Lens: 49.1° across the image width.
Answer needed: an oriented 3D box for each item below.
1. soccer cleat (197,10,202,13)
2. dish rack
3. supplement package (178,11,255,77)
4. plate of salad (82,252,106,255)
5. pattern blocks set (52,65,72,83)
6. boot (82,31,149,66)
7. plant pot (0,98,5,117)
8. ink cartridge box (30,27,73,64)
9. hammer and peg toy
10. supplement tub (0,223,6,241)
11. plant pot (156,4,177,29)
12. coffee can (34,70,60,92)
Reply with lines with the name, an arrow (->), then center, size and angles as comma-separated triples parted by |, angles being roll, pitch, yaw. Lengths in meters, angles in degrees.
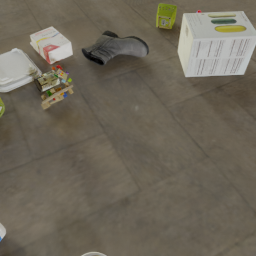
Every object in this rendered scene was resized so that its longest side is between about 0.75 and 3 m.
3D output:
soccer cleat -> 4.274, -5.416, 14.634 | 0.713, 0.765, 2.090 | -29, 56, -22
dish rack -> -5.248, -2.736, 12.575 | 2.041, 0.518, 2.378 | -29, 57, -23
supplement package -> 3.804, -3.701, 12.374 | 2.676, 2.016, 2.031 | -3, 50, -2
plate of salad -> -0.919, 3.826, 7.192 | 1.252, 0.301, 1.252 | 0, 51, 0
pattern blocks set -> -2.865, -2.315, 12.122 | 0.967, 0.089, 1.100 | 39, 23, -10
boot -> -0.605, -3.477, 13.018 | 2.856, 0.997, 1.880 | 21, 55, 30
plant pot -> -5.645, -1.091, 10.521 | 1.906, 1.783, 1.783 | 35, 58, 15
ink cartridge box -> -3.826, -4.130, 13.576 | 1.277, 0.740, 2.192 | -33, 57, -24
hammer and peg toy -> -2.826, -1.255, 10.862 | 1.046, 1.422, 0.502 | -39, 104, -43
supplement tub -> -4.364, 3.161, 6.974 | 1.491, 1.491, 2.260 | 21, 54, 17
plant pot -> 2.000, -5.894, 14.933 | 0.987, 0.992, 0.900 | 12, 59, 10
coffee can -> -3.430, -1.979, 11.842 | 0.865, 0.633, 0.633 | -31, 56, -24
